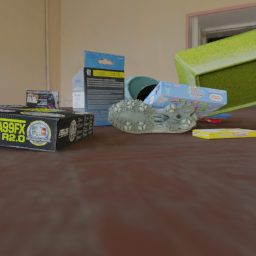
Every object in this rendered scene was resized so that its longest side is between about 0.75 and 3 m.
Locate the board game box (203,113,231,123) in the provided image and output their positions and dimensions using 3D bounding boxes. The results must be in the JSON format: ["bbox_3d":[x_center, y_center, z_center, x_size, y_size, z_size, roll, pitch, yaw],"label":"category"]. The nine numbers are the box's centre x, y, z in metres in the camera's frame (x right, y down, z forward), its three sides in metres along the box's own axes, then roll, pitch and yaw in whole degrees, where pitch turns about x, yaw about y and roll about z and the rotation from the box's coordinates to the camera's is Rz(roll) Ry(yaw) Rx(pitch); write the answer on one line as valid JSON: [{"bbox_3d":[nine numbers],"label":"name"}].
[{"bbox_3d":[3.227,-0.355,10.730,1.195,0.294,1.512,9,15,33],"label":"board game box"}]

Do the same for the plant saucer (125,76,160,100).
[{"bbox_3d":[0.850,-1.265,11.020,2.438,2.438,0.334,-3,-36,-27],"label":"plant saucer"}]

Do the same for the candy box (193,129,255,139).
[{"bbox_3d":[2.094,0.116,6.077,1.217,0.161,0.622,-1,3,-18],"label":"candy box"}]

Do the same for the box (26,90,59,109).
[{"bbox_3d":[-4.279,-1.201,14.128,1.533,1.331,2.320,0,6,-16],"label":"box"}]

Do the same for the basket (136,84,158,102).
[{"bbox_3d":[0.773,-0.713,9.123,0.767,1.017,1.128,37,-17,28],"label":"basket"}]

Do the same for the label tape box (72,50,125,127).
[{"bbox_3d":[-0.909,-1.209,9.007,1.628,2.258,0.715,-5,7,-42],"label":"label tape box"}]

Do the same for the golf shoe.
[{"bbox_3d":[0.607,-0.162,7.011,2.187,0.856,1.063,6,-12,16],"label":"golf shoe"}]

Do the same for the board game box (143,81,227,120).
[{"bbox_3d":[1.298,-0.567,7.544,1.680,0.406,2.220,6,-16,-12],"label":"board game box"}]

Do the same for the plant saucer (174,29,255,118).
[{"bbox_3d":[3.070,-1.382,8.624,2.838,0.679,2.834,-14,-41,11],"label":"plant saucer"}]

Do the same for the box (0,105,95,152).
[{"bbox_3d":[-1.861,-0.098,5.448,1.938,0.536,2.419,6,6,7],"label":"box"}]
